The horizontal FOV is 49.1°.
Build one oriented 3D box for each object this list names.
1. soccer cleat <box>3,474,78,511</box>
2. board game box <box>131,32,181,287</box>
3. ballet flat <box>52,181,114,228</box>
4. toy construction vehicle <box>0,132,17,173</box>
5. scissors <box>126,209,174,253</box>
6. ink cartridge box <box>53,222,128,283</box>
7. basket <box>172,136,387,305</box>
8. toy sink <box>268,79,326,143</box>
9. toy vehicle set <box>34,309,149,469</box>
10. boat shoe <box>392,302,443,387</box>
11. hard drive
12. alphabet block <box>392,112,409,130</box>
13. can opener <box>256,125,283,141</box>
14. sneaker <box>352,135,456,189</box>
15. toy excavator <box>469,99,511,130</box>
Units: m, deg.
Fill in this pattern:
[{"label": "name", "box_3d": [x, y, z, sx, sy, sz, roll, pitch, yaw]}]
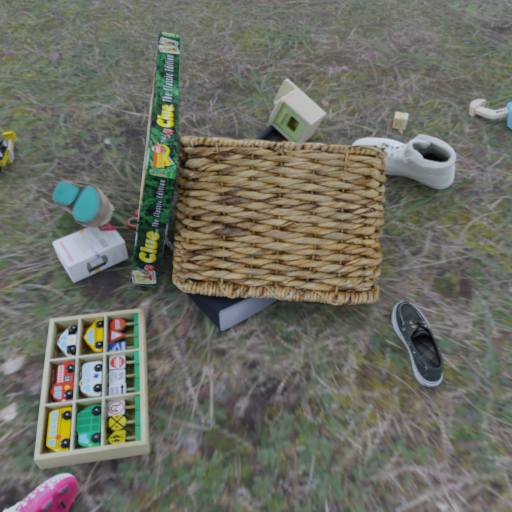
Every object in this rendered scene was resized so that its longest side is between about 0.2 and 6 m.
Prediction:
[{"label": "soccer cleat", "box_3d": [-3.468, 3.772, 7.461, 1.006, 0.814, 2.331, 21, 48, 25]}, {"label": "board game box", "box_3d": [-2.068, -2.251, 11.822, 0.631, 2.817, 5.376, 5, 43, -11]}, {"label": "ballet flat", "box_3d": [-3.416, -1.044, 11.552, 2.395, 0.805, 0.815, 30, 91, 49]}, {"label": "toy construction vehicle", "box_3d": [-6.749, -2.353, 13.635, 1.602, 0.648, 1.840, -13, 43, 3]}, {"label": "scissors", "box_3d": [-2.073, -0.528, 12.109, 1.759, 0.123, 0.643, 29, 50, 25]}, {"label": "ink cartridge box", "box_3d": [-3.367, -0.113, 11.422, 1.220, 0.522, 0.901, -27, 50, -22]}, {"label": "basket", "box_3d": [0.416, -0.730, 11.303, 3.960, 2.950, 2.826, 2, 5, 0]}, {"label": "toy sink", "box_3d": [0.887, -3.617, 14.214, 1.393, 0.908, 0.780, 45, 54, 6]}, {"label": "toy vehicle set", "box_3d": [-2.682, 2.106, 9.391, 1.666, 0.356, 2.682, -7, 46, -7]}, {"label": "boat shoe", "box_3d": [2.903, 1.445, 9.924, 0.612, 0.505, 1.783, -6, 46, -6]}, {"label": "hard drive", "box_3d": [-0.227, 0.465, 10.921, 2.058, 0.436, 1.388, -30, 53, -26]}, {"label": "alphabet block", "box_3d": [3.851, -3.596, 14.935, 0.346, 0.340, 0.338, 13, 46, 12]}, {"label": "can opener", "box_3d": [0.367, -3.194, 14.504, 0.473, 0.382, 1.204, 17, 47, 43]}, {"label": "sneaker", "box_3d": [3.357, -2.422, 12.909, 2.533, 1.464, 0.933, 19, 80, 18]}, {"label": "toy excavator", "box_3d": [6.789, -3.807, 14.900, 1.695, 0.847, 1.648, -14, 46, -1]}]
